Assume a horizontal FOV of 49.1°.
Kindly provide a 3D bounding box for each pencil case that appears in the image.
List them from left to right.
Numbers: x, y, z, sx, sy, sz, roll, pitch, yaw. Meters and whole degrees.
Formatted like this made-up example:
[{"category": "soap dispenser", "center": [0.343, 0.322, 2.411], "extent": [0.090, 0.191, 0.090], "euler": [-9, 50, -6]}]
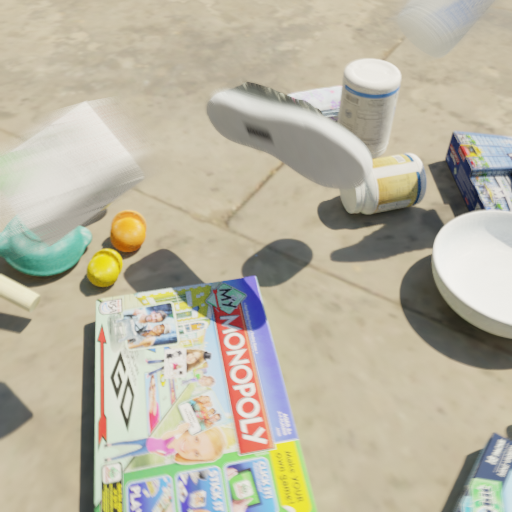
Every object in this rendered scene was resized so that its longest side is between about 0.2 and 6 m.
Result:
[{"category": "pencil case", "center": [1.383, -3.019, 11.385], "extent": [1.657, 0.689, 0.752], "euler": [-10, 58, -9]}]

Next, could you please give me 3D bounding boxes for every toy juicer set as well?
[{"category": "toy juicer set", "center": [-3.068, -0.028, 8.607], "extent": [1.942, 0.831, 3.052], "euler": [44, 55, 12]}]

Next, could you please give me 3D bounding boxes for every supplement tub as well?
[{"category": "supplement tub", "center": [2.064, -2.733, 10.489], "extent": [1.048, 1.589, 1.048], "euler": [0, 47, 0]}, {"category": "supplement tub", "center": [2.131, -1.207, 9.510], "extent": [1.257, 0.909, 0.909], "euler": [-11, 48, -10]}, {"category": "supplement tub", "center": [2.391, -3.110, 6.777], "extent": [1.179, 0.778, 0.778], "euler": [-50, 56, 8]}]

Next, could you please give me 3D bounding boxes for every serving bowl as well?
[{"category": "serving bowl", "center": [3.648, 0.356, 8.153], "extent": [2.265, 0.745, 2.265], "euler": [0, 46, 0]}]

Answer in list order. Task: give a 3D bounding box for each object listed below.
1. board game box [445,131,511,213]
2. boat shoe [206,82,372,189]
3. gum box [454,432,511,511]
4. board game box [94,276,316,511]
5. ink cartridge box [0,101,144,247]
[{"category": "board game box", "center": [4.760, -1.308, 9.759], "extent": [2.240, 0.691, 2.242], "euler": [-3, 47, -2]}, {"category": "boat shoe", "center": [0.443, -1.606, 6.895], "extent": [2.483, 0.852, 0.703], "euler": [30, 60, 31]}, {"category": "gum box", "center": [3.097, 3.159, 5.690], "extent": [2.167, 0.483, 1.841], "euler": [27, 52, 23]}, {"category": "board game box", "center": [-0.794, 1.814, 6.954], "extent": [2.312, 0.500, 3.436], "euler": [-9, 47, -7]}, {"category": "ink cartridge box", "center": [-1.709, -0.756, 5.094], "extent": [1.099, 0.463, 0.803], "euler": [-39, 72, -8]}]
